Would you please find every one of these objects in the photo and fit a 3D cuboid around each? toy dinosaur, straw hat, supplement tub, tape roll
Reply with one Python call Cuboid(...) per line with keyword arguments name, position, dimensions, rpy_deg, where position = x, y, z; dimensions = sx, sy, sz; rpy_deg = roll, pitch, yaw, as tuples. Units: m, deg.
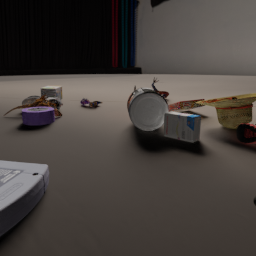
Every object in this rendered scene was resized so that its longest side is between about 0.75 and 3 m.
Cuboid(name="toy dinosaur", position=(-4.568, -1.100, 14.004), dimensions=(2.869, 0.867, 1.524), rpy_deg=(4, 20, 13))
Cuboid(name="toy dinosaur", position=(1.586, -2.175, 19.166), dimensions=(2.451, 1.418, 2.700), rpy_deg=(9, 47, 2))
Cuboid(name="straw hat", position=(4.379, -0.659, 11.563), dimensions=(2.965, 1.255, 2.965), rpy_deg=(-8, 6, 1))
Cuboid(name="supplement tub", position=(0.748, -0.872, 11.684), dimensions=(1.556, 1.556, 2.539), rpy_deg=(0, 12, -2))
Cuboid(name="tape roll", position=(-3.991, -0.552, 12.490), dimensions=(1.380, 0.586, 1.380), rpy_deg=(0, 13, 0))

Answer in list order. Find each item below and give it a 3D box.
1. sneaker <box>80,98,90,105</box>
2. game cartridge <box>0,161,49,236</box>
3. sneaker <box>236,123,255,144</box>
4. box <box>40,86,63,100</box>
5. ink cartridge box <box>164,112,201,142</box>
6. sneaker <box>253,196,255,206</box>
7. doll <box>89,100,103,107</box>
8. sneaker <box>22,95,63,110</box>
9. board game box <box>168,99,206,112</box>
Cuboid(name="sneaker", position=(-2.599, -1.545, 16.880), dimensions=(0.429, 0.390, 0.971), rpy_deg=(-42, 27, -17))
Cuboid(name="game cartridge", position=(-2.725, 1.323, 5.193), dimensions=(1.858, 0.564, 2.787), rpy_deg=(0, 14, 13))
Cuboid(name="sneaker", position=(4.592, 0.229, 8.838), dimensions=(0.992, 0.843, 2.286), rpy_deg=(-5, 15, -25))
Cuboid(name="box", position=(-5.078, -2.291, 18.733), dimensions=(1.013, 0.913, 1.801), rpy_deg=(1, 14, 1))
Cuboid(name="ink cartridge box", position=(1.900, -0.065, 9.907), dimensions=(1.222, 0.883, 0.517), rpy_deg=(12, 19, 41))
Cuboid(name="sneaker", position=(2.769, 1.357, 5.432), dimensions=(1.067, 0.405, 0.484), rpy_deg=(0, 3, -28))
Cuboid(name="doll", position=(-1.943, -1.481, 16.760), dimensions=(0.855, 0.304, 1.253), rpy_deg=(-10, 8, 3))
Cuboid(name="sneaker", position=(-4.555, -1.317, 15.078), dimensions=(2.115, 0.795, 1.215), rpy_deg=(-3, 11, -26))
Cuboid(name="board game box", position=(2.942, -1.143, 14.506), dimensions=(1.676, 0.388, 1.269), rpy_deg=(-9, -2, -31))
